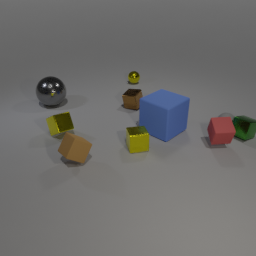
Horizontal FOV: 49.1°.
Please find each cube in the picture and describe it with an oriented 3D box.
[{"bbox_3d":[-2.609,-0.166,10.757,0.700,0.700,0.700,-19,3,-41],"label":"cube"},{"bbox_3d":[4.437,-0.028,10.683,0.700,0.700,0.700,-7,26,-39],"label":"cube"},{"bbox_3d":[1.404,-0.537,10.986,1.400,1.400,1.400,25,38,37],"label":"cube"},{"bbox_3d":[3.272,0.096,9.872,0.700,0.700,0.700,-3,52,-1],"label":"cube"},{"bbox_3d":[0.233,-1.356,13.042,0.700,0.700,0.700,8,38,29],"label":"cube"},{"bbox_3d":[0.338,0.400,10.025,0.700,0.700,0.700,-6,27,-10],"label":"cube"},{"bbox_3d":[-1.724,0.639,9.098,0.700,0.700,0.700,23,2,-41],"label":"cube"}]

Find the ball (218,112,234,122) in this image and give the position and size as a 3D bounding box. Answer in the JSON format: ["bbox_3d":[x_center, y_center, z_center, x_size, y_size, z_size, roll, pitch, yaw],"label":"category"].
[{"bbox_3d":[3.904,-0.270,11.141,0.700,0.700,0.700,0,29,0],"label":"ball"}]

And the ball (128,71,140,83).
[{"bbox_3d":[0.340,-2.886,15.938,0.700,0.700,0.700,0,29,0],"label":"ball"}]

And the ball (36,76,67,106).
[{"bbox_3d":[-3.606,-1.718,13.162,1.400,1.400,1.400,0,29,0],"label":"ball"}]
